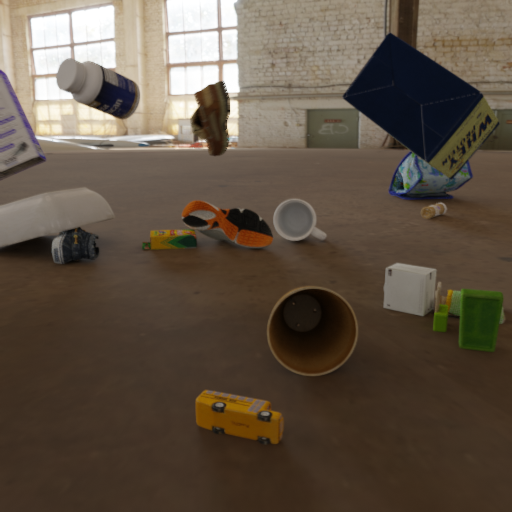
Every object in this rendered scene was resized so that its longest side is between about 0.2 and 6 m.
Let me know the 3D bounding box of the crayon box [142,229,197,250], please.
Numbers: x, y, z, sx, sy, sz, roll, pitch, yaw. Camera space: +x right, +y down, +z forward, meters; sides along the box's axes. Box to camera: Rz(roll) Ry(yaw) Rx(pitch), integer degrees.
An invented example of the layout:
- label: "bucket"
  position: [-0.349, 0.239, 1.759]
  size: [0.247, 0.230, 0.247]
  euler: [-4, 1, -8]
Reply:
- label: "crayon box"
  position: [-1.873, -0.354, 12.029]
  size: [1.153, 0.293, 0.732]
  euler: [-3, 14, -10]

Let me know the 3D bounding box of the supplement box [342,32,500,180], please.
- label: "supplement box"
  position: [2.161, -1.882, 7.268]
  size: [1.447, 0.971, 1.445]
  euler: [46, 20, 24]

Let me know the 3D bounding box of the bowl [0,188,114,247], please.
- label: "bowl"
  position: [-4.431, -0.840, 11.824]
  size: [2.243, 0.837, 2.240]
  euler: [-12, 7, 22]

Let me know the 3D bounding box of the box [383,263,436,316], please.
- label: "box"
  position: [2.196, 0.473, 8.011]
  size: [0.622, 0.619, 0.406]
  euler: [11, 18, 37]

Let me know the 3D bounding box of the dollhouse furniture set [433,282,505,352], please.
- label: "dollhouse furniture set"
  position: [2.847, 0.576, 7.406]
  size: [0.923, 0.713, 1.846]
  euler: [5, 15, 18]

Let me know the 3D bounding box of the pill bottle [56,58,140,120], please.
- label: "pill bottle"
  position: [-2.325, -2.471, 8.248]
  size: [0.632, 0.632, 1.138]
  euler: [10, 0, 36]

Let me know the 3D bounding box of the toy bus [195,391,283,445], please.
- label: "toy bus"
  position: [-0.143, 1.420, 4.957]
  size: [0.806, 0.262, 0.316]
  euler: [5, 14, 21]

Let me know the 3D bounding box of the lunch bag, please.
- label: "lunch bag"
  position: [5.780, -2.615, 18.876]
  size: [1.946, 1.458, 2.289]
  euler: [-3, -15, -12]

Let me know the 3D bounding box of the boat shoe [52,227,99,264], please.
- label: "boat shoe"
  position: [-3.505, -0.278, 11.190]
  size: [0.796, 0.620, 1.754]
  euler: [-2, 21, -9]

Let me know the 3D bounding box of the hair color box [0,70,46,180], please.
- label: "hair color box"
  position: [-3.999, -2.033, 8.657]
  size: [0.835, 1.528, 0.495]
  euler: [-24, 1, -4]

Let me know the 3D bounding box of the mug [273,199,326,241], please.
- label: "mug"
  position: [1.030, -0.725, 12.574]
  size: [1.236, 0.912, 1.084]
  euler: [32, 8, 5]

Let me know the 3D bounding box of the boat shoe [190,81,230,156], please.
- label: "boat shoe"
  position: [-1.246, -3.507, 14.488]
  size: [0.956, 0.980, 2.590]
  euler: [-13, -24, -11]

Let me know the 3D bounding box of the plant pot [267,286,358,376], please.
- label: "plant pot"
  position: [0.590, 0.763, 6.450]
  size: [0.969, 0.969, 1.039]
  euler: [0, 5, -1]

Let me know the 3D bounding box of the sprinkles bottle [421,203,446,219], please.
- label: "sprinkles bottle"
  position: [4.924, -1.244, 15.514]
  size: [0.341, 0.341, 0.998]
  euler: [11, 18, 39]

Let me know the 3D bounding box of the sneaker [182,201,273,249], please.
- label: "sneaker"
  position: [-0.537, -0.621, 12.230]
  size: [2.083, 0.788, 0.958]
  euler: [20, -10, 20]
